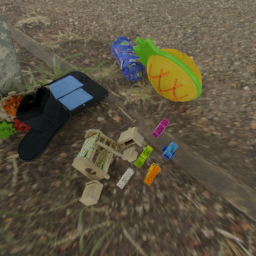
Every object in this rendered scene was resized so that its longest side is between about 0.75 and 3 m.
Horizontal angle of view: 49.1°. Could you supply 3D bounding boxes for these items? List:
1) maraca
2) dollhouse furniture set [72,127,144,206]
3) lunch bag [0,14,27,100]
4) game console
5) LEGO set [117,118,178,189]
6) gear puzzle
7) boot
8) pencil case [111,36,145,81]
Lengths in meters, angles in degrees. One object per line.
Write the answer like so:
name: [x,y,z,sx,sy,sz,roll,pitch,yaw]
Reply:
maraca: [1.240,-1.863,8.955,2.659,1.823,1.422,41,75,3]
dollhouse furniture set: [-0.551,0.741,6.521,1.445,0.909,1.634,-25,33,36]
lunch bag: [-4.452,-1.594,7.802,2.390,2.850,1.986,-20,17,-38]
game console: [-1.972,-1.123,9.371,2.097,0.326,1.855,-34,51,-28]
LEGO set: [0.589,0.775,6.914,0.733,0.789,1.922,36,89,4]
gear puzzle: [-3.250,-0.235,7.548,2.731,1.415,0.358,-19,50,-13]
boot: [-2.378,-0.063,7.015,0.719,1.582,1.882,42,85,20]
pencil case: [-0.060,-2.646,10.599,0.904,0.812,2.082,2,44,-25]
